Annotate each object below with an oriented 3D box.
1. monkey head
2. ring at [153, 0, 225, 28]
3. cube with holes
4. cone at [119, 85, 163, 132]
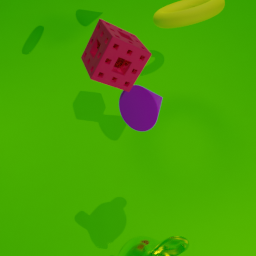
[{"bbox_3d":[0.058,1.962,3.950,1.198,1.665,1.004,38,42,-17],"label":"monkey head"},{"bbox_3d":[1.358,-2.657,6.368,1.605,0.321,1.605,-14,30,8],"label":"ring"},{"bbox_3d":[-0.216,-1.166,4.542,0.730,0.730,0.730,14,32,-33],"label":"cube with holes"},{"bbox_3d":[0.452,-0.502,5.599,0.909,0.909,0.913,40,39,20],"label":"cone"}]
